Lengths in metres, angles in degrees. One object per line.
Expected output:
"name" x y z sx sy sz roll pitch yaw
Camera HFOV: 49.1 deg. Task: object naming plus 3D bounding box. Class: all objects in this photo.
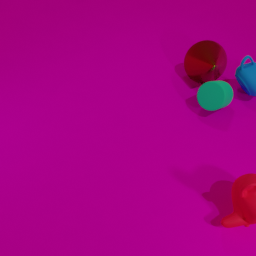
"monkey head" 2.458 1.526 5.896 1.227 1.705 1.027 -20 75 15
"cylinder" 2.559 -0.959 8.218 0.831 0.831 0.831 32 26 26
"cone" 2.501 -1.960 8.582 1.403 1.403 1.408 4 18 3
"teapot" 3.901 -1.522 8.634 0.847 1.730 1.076 -34 33 14
